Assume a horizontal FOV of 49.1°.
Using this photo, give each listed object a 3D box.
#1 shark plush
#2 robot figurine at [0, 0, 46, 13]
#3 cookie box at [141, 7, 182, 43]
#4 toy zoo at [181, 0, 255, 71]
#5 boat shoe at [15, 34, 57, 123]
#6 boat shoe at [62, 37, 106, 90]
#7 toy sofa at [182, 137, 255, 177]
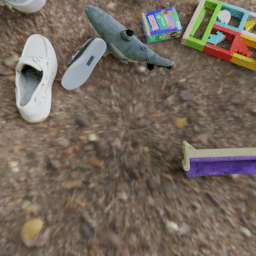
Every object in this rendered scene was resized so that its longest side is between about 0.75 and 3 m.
[{"bbox_3d":[-0.077,-2.216,7.479,1.222,1.120,2.689,-39,72,-14],"label":"shark plush"},{"bbox_3d":[-2.907,-3.853,7.745,1.699,2.003,1.131,-21,106,0],"label":"robot figurine"},{"bbox_3d":[0.972,-3.020,8.228,1.016,0.382,0.869,-12,69,-2],"label":"cookie box"},{"bbox_3d":[3.167,-2.725,8.166,2.767,0.283,1.815,24,69,9],"label":"toy zoo"},{"bbox_3d":[-2.437,-1.491,7.281,0.939,0.919,2.651,-8,67,4],"label":"boat shoe"},{"bbox_3d":[-1.250,-1.744,7.424,0.546,0.590,1.599,36,93,45],"label":"boat shoe"},{"bbox_3d":[2.128,0.707,6.218,1.818,0.753,0.887,-3,93,8],"label":"toy sofa"}]
